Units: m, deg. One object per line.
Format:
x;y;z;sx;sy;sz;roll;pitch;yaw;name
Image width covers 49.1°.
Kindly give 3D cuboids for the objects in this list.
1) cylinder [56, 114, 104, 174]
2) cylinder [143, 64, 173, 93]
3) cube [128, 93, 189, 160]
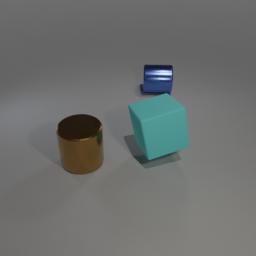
-1.492;0.499;8.922;1.400;1.400;1.400;1;37;-1;cylinder
1.476;-2.451;14.011;1.400;1.400;1.400;2;31;3;cylinder
0.960;-0.082;8.887;1.400;1.400;1.400;-17;28;-8;cube
